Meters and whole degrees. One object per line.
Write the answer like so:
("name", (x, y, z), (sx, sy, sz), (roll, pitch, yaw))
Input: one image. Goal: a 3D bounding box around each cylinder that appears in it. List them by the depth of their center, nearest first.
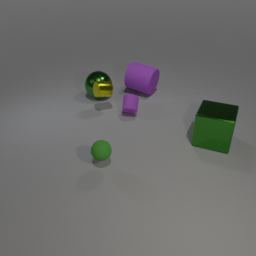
("cylinder", (-1.132, -1.759, 12.677), (0.700, 0.700, 0.700), (-3, 29, -30))
("cylinder", (0.115, -1.096, 12.723), (0.700, 0.700, 0.700), (5, 75, 8))
("cylinder", (0.739, -2.611, 14.666), (1.400, 1.400, 1.400), (22, 37, 20))

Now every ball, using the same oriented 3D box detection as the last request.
("ball", (-0.893, 0.750, 9.367), (0.700, 0.700, 0.700), (0, 31, 0))
("ball", (-1.494, -2.185, 14.226), (1.400, 1.400, 1.400), (0, 31, 0))

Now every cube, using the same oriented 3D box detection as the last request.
("cube", (3.357, -0.085, 10.791), (1.400, 1.400, 1.400), (13, 34, 20))
